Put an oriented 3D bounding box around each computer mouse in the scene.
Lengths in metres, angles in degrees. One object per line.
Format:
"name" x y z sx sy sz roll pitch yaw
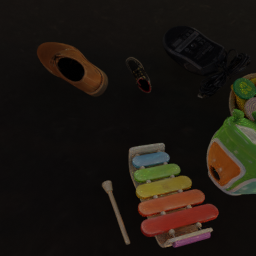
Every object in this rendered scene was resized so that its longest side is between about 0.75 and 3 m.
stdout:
"computer mouse" 2.018 -2.013 8.146 1.758 0.669 2.539 -40 64 -7

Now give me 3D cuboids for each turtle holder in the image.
"turtle holder" 2.361 0.524 5.417 1.472 1.376 1.938 41 30 22

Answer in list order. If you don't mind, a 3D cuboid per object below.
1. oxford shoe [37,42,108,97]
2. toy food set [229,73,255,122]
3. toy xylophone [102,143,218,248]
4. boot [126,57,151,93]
"oxford shoe" -1.732 -1.808 7.589 2.728 0.972 0.973 33 97 32
"toy food set" 3.388 -0.419 6.663 2.070 0.509 2.091 -17 74 -15
"toy xylophone" 0.509 1.308 5.348 1.677 0.575 2.290 -14 45 -22
"boot" 0.301 -1.397 7.460 0.355 0.969 0.730 -30 26 14
